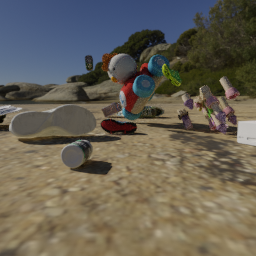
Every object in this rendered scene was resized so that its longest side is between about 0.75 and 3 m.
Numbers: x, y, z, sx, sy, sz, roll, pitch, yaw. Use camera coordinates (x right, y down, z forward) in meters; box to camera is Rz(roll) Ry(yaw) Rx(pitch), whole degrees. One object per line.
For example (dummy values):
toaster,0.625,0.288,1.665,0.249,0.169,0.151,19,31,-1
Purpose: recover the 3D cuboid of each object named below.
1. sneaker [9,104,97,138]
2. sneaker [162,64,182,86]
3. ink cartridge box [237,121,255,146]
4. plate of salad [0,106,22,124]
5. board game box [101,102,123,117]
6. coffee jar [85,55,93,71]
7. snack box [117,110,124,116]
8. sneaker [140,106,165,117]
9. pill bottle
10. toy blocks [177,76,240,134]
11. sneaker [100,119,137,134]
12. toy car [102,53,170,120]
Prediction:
sneaker,-2.356,-0.138,8.881,2.643,0.995,1.169,-3,-9,-29
sneaker,1.525,-1.857,9.693,0.378,0.904,0.335,-49,15,-27
ink cartridge box,3.808,0.123,7.424,1.431,0.614,1.048,-2,7,-26
plate of salad,-5.913,-0.396,11.713,2.937,0.705,2.937,-10,12,2
board game box,-0.967,-1.136,17.383,0.931,0.566,1.168,-25,0,15
coffee jar,-1.690,-2.816,12.202,0.340,0.416,0.797,-12,-11,-9
snack box,0.209,-0.965,18.125,1.240,0.396,2.134,-3,7,-23
sneaker,1.245,-1.004,16.764,2.227,0.747,1.000,-1,1,-39
pill bottle,-0.923,0.458,5.230,0.427,0.427,0.755,1,6,8
toy blocks,2.913,-0.391,9.746,1.964,1.653,1.835,-23,-26,5
sneaker,-0.325,-0.019,9.741,1.266,0.502,0.604,9,-1,1
toy car,-0.090,-2.335,12.987,2.970,2.627,2.738,33,-27,3
